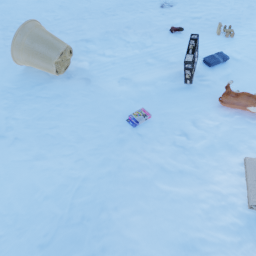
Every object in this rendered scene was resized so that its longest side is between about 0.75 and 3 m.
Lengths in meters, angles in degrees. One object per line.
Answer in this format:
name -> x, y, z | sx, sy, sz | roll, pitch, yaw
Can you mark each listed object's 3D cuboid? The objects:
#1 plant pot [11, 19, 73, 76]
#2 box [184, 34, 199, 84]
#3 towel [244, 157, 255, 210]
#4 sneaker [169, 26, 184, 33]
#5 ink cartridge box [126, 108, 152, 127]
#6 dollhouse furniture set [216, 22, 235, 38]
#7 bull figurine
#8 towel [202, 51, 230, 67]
plant pot -> -3.625, -3.367, 12.364 | 1.982, 2.165, 2.165 | 27, 54, 8
box -> 2.726, -2.955, 12.030 | 0.368, 1.356, 1.693 | 9, 60, 18
towel -> 4.426, 1.791, 8.932 | 1.305, 0.339, 1.969 | 8, 50, 6
sneaker -> 2.565, -5.191, 14.945 | 0.781, 0.295, 0.451 | 16, 56, 26
ink cartridge box -> 0.412, -0.415, 10.921 | 0.911, 0.191, 0.543 | -32, 56, -22
dollhouse furniture set -> 5.159, -5.205, 14.736 | 0.848, 0.563, 0.743 | 1, 50, 1
bull figurine -> 4.826, -1.097, 11.129 | 2.320, 0.756, 1.409 | 17, 50, 13
towel -> 4.164, -3.239, 13.249 | 1.193, 0.290, 0.666 | -22, 54, -19
